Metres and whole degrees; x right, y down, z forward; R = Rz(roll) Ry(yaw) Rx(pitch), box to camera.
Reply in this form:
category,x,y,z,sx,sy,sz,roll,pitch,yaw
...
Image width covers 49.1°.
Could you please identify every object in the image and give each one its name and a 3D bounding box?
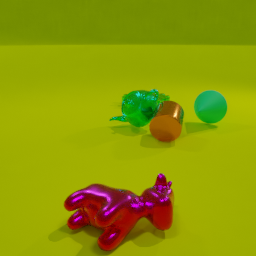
category,x,y,z,sx,sy,sz,roll,pitch,yaw
cow figurine,-0.043,1.081,3.964,1.347,0.739,1.325,13,27,36
cone,2.236,-0.549,8.183,1.039,1.039,1.043,12,17,32
gear,0.703,-1.084,11.051,1.871,0.346,1.871,0,18,0
teapot,0.220,-0.577,8.079,0.872,1.108,1.782,20,-42,-41
cylinder,1.022,-0.183,7.298,0.815,0.815,0.815,5,33,14
